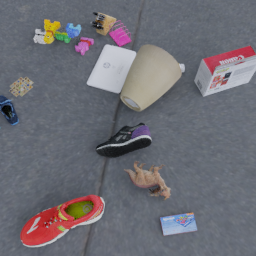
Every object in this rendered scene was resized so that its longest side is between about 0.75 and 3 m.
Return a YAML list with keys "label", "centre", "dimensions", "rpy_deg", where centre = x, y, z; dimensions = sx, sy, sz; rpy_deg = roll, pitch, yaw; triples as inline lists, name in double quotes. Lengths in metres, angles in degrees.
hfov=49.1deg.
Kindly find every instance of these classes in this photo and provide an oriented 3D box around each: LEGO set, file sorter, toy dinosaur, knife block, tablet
- label: "LEGO set"
  centre: [-3.221, -4.168, 12.992]
  dimensions: [2.918, 1.113, 1.197]
  rpy_deg: [12, 63, 7]
- label: "file sorter"
  centre: [-0.383, -4.563, 13.453]
  dimensions: [0.690, 0.623, 0.993]
  rpy_deg: [-29, 67, -14]
- label: "toy dinosaur"
  centre: [0.669, 1.859, 9.874]
  dimensions: [1.813, 0.778, 1.229]
  rpy_deg: [7, 79, 7]
- label: "knife block"
  centre: [-1.165, -5.227, 13.358]
  dimensions: [0.508, 1.393, 1.587]
  rpy_deg: [26, 66, 11]
- label: "tablet"
  centre: [-0.724, -2.751, 12.795]
  dimensions: [1.592, 0.167, 2.447]
  rpy_deg: [17, 64, 8]

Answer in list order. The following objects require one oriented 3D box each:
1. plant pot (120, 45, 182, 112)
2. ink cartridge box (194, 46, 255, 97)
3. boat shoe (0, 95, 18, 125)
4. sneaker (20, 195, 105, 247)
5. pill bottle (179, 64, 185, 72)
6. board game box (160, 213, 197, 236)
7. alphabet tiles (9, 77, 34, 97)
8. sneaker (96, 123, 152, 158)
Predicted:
- label: "plant pot"
  centre: [0.713, -1.850, 11.422]
  dimensions: [2.075, 2.075, 2.216]
  rpy_deg: [32, 75, 15]
- label: "ink cartridge box"
  centre: [4.165, -2.505, 11.639]
  dimensions: [2.262, 1.986, 0.948]
  rpy_deg: [-17, 64, -9]
- label: "boat shoe"
  centre: [-4.990, -0.850, 11.613]
  dimensions: [0.657, 0.536, 1.561]
  rpy_deg: [-38, 69, -17]
- label: "sneaker"
  centre: [-2.219, 2.918, 9.294]
  dimensions: [2.949, 1.252, 1.136]
  rpy_deg: [-24, 65, -11]
- label: "pill bottle"
  centre: [2.122, -2.668, 12.591]
  dimensions: [0.771, 0.441, 0.441]
  rpy_deg: [-5, 63, -2]
- label: "board game box"
  centre: [1.752, 3.338, 9.724]
  dimensions: [1.183, 0.115, 0.609]
  rpy_deg: [-7, 65, -3]
- label: "alphabet tiles"
  centre: [-4.719, -1.832, 12.399]
  dimensions: [0.829, 0.032, 0.996]
  rpy_deg: [37, 69, 17]
- label: "sneaker"
  centre: [-0.190, 0.441, 10.685]
  dimensions: [2.162, 0.819, 0.947]
  rpy_deg: [-15, 52, 10]
